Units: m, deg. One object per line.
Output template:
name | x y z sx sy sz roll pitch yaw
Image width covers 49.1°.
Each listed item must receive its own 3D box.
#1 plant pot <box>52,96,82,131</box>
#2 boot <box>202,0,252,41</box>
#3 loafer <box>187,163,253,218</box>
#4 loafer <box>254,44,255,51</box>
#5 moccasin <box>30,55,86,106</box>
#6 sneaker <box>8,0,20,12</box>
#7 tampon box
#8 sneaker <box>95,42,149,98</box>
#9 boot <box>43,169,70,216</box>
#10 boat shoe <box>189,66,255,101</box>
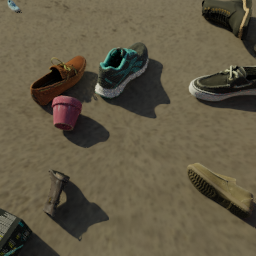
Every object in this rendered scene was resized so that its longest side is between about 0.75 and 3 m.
plant pot | -1.799 -0.381 8.086 0.862 0.862 0.772 4 68 3
boot | 3.776 -4.343 11.120 1.981 1.109 2.864 11 39 14
loafer | 2.223 1.416 6.767 1.768 0.672 0.596 39 60 15
loafer | 5.936 -3.501 10.403 2.723 0.930 1.030 -28 57 -20
moccasin | -2.220 -1.705 9.028 0.831 0.877 2.273 36 60 25
sneaker | -5.038 -5.365 12.258 0.789 0.323 0.292 36 61 25
tampon box | -2.702 2.389 5.844 0.696 0.827 1.103 20 54 15
sneaker | -0.100 -2.189 9.184 1.051 1.236 2.710 23 55 17
boot | -1.818 1.535 6.706 0.392 1.131 0.985 24 80 -26
boat shoe | 3.365 -1.567 8.904 2.831 0.901 1.001 -7 52 -6
